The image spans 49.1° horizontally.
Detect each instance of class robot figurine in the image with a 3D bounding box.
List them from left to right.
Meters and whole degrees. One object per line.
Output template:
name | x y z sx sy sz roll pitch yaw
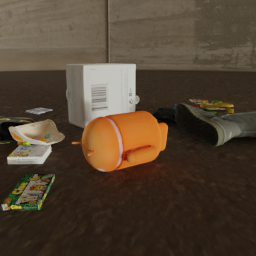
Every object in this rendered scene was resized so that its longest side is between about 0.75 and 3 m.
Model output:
robot figurine | -0.123 0.284 6.509 2.194 1.578 1.280 -10 -26 -32

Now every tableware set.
tableware set | 3.972 -0.901 12.786 1.846 0.421 2.741 2 14 -5

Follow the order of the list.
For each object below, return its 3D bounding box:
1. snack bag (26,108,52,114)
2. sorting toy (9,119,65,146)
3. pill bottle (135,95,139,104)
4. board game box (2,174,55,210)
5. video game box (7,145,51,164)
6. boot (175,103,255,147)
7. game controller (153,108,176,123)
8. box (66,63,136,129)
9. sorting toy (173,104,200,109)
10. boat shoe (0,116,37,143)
snack bag | -4.058 -0.789 12.822 0.834 0.095 0.885 9 18 29
sorting toy | -2.398 0.242 7.770 1.133 0.672 1.259 11 18 36
pill bottle | 0.226 -1.577 15.057 0.466 0.466 0.840 -7 17 -24
board game box | -1.835 1.182 5.310 0.642 0.144 1.226 -3 15 -2
video game box | -2.472 0.662 7.106 0.840 0.216 0.922 2 15 -2
boot | 3.284 -0.276 9.079 2.831 1.027 2.574 -14 33 -22
game controller | 2.332 -0.304 10.398 2.823 0.594 1.472 14 6 42
box | -0.979 -1.268 10.454 2.238 2.226 1.462 -11 18 -36
sorting toy | 2.543 -0.797 12.506 1.286 0.446 0.443 13 43 35
boat shoe | -3.758 0.043 8.250 2.287 0.815 0.688 -4 11 -25
